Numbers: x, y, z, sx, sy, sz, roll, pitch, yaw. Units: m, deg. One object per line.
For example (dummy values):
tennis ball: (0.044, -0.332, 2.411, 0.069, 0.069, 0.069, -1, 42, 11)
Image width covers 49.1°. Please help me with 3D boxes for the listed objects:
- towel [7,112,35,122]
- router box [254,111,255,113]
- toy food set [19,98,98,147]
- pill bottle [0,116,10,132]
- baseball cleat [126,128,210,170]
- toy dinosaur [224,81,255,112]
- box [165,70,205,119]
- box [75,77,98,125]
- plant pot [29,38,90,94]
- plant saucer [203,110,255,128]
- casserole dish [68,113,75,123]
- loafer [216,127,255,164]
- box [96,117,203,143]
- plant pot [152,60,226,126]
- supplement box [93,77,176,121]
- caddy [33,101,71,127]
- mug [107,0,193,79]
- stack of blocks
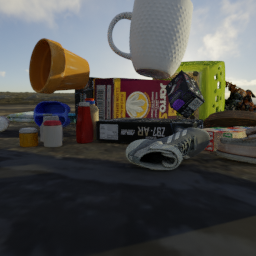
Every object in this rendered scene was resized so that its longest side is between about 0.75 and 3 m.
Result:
towel: (-4.834, -0.574, 14.122, 1.875, 0.451, 1.605, 2, 6, 21)
router box: (6.372, -0.482, 12.971, 1.946, 0.508, 1.530, -6, 9, -44)
toy food set: (-1.619, -0.210, 7.581, 1.233, 1.162, 2.582, 5, 8, 40)
pill bottle: (-4.510, -0.142, 9.909, 0.516, 0.516, 0.933, -2, 7, -17)
baseball cleat: (0.879, 0.430, 4.985, 1.770, 0.617, 0.942, -13, 16, -20)
toy dinosaur: (5.586, -1.437, 14.638, 2.861, 1.942, 1.462, 43, -1, 10)
box: (1.654, -1.011, 8.279, 0.668, 0.769, 1.259, 32, 30, -22)
box: (-1.533, -1.185, 12.353, 0.879, 2.040, 1.671, 3, 7, 24)
plant pot: (-2.471, -2.172, 10.466, 1.762, 1.925, 1.925, 3, 3, -41)
plant saucer: (3.290, -0.174, 8.547, 1.934, 0.285, 1.934, 8, -12, 2)
casserole dish: (-2.940, -0.497, 13.714, 2.025, 0.393, 1.227, 5, 8, 36)
loafer: (3.019, 0.222, 4.953, 2.809, 0.883, 1.010, 4, 7, 32)
box: (0.695, 0.034, 7.859, 2.572, 0.560, 2.060, 2, 5, 21)
plant pot: (2.623, -1.539, 12.573, 2.874, 2.889, 2.621, 5, 14, 30)
supplement box: (0.284, -0.864, 10.331, 2.877, 1.884, 1.485, -5, 10, -34)
caddy: (-2.943, -0.510, 10.904, 1.489, 1.053, 0.782, 1, 2, 15)
mug: (0.711, -3.202, 9.941, 2.893, 2.536, 2.136, 9, -4, -3)
stack of blocks: (2.507, 0.242, 6.684, 1.572, 0.460, 0.905, -5, 8, -38)
